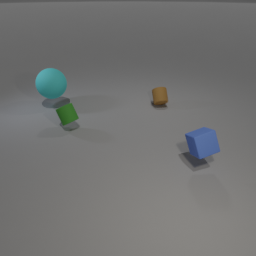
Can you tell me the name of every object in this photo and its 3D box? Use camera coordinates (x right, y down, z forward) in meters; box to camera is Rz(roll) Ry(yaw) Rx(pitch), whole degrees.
[{"bbox_3d":[-2.419,-0.547,11.170,0.700,0.700,0.700,-24,7,3],"label":"cylinder"},{"bbox_3d":[-3.537,-2.049,12.939,1.400,1.400,1.400,0,28,0],"label":"ball"},{"bbox_3d":[2.264,0.444,8.543,0.700,0.700,0.700,-19,12,-8],"label":"cube"},{"bbox_3d":[1.529,-1.518,13.338,0.700,0.700,0.700,-7,-11,-1],"label":"cylinder"}]
